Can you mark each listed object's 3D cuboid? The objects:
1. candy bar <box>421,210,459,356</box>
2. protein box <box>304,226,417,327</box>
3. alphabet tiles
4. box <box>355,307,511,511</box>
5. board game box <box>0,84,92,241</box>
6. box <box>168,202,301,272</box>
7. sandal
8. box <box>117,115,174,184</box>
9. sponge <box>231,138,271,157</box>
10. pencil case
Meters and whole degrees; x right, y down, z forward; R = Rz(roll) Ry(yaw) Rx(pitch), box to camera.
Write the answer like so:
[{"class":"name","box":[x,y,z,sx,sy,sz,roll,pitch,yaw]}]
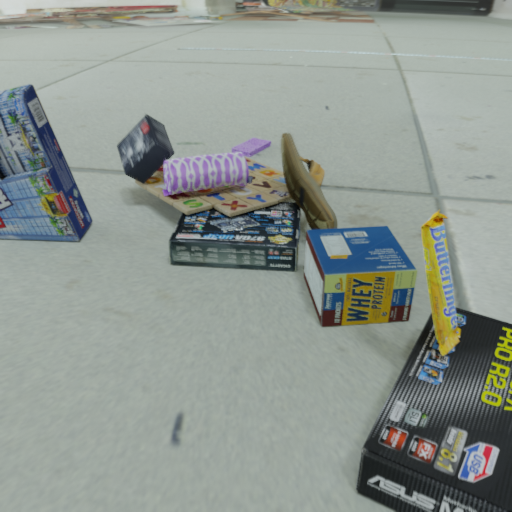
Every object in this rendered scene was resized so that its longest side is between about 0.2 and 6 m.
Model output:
[{"class":"candy bar","box":[2.392,0.359,7.258,0.482,1.933,0.214,-28,23,-38]},{"class":"protein box","box":[1.735,0.313,9.731,1.540,1.047,1.551,-3,31,-5]},{"class":"alphabet tiles","box":[-0.877,-1.749,13.137,3.150,0.120,3.785,-19,32,-31]},{"class":"box","box":[3.125,2.079,7.045,2.707,0.748,3.379,17,35,26]},{"class":"board game box","box":[-5.535,-1.579,11.619,3.144,3.146,0.970,-11,30,10]},{"class":"box","box":[-0.358,-0.491,11.540,2.523,0.580,2.005,3,31,4]},{"class":"sandal","box":[1.149,-1.470,11.557,0.705,1.048,2.610,-17,58,-14]},{"class":"box","box":[-2.512,-2.410,12.668,0.573,1.101,1.003,24,33,-48]},{"class":"sponge","box":[-0.132,-3.219,16.546,0.652,0.174,1.169,19,36,28]},{"class":"pencil case","box":[-1.081,-1.782,12.170,1.889,0.808,0.793,-7,54,-16]}]
